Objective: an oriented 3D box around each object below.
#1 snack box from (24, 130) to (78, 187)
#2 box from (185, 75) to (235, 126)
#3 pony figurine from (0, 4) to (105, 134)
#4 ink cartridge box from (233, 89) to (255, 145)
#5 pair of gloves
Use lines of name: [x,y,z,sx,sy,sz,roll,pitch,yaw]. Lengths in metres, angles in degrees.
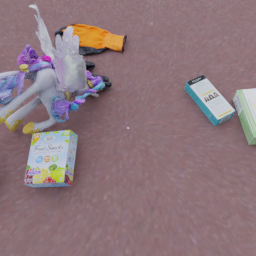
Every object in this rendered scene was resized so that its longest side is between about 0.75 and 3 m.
snack box: [-1.710,0.689,6.271,1.012,0.406,1.200,-6,64,17]
box: [2.122,-0.752,7.378,0.566,0.338,1.376,-25,63,-13]
pony figurine: [-1.844,-1.110,6.324,2.625,2.534,2.186,-30,53,-14]
ink cartridge box: [3.859,-0.364,7.100,1.987,0.477,1.446,-6,59,-1]
pair of gloves: [-1.366,-2.093,8.179,2.307,0.320,2.589,12,61,7]
